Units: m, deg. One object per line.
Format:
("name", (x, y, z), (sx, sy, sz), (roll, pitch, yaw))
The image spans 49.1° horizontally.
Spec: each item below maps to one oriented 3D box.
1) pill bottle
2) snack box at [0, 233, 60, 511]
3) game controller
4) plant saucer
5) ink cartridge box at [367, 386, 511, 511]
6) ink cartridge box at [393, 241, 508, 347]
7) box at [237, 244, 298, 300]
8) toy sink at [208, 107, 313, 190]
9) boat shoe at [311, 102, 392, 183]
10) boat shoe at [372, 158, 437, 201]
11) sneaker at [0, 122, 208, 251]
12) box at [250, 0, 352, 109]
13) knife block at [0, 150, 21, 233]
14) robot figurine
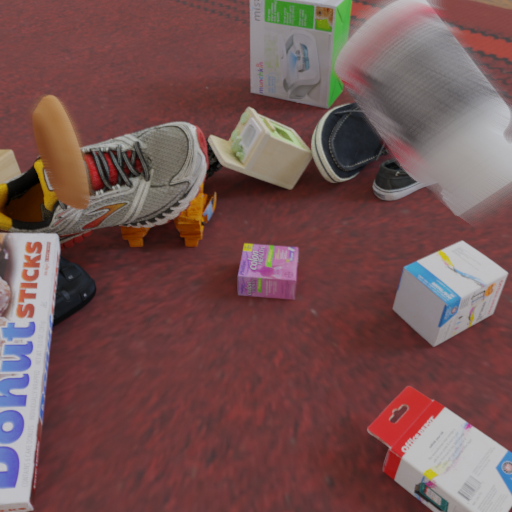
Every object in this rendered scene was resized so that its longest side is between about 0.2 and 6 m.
("pill bottle", (0.866, -0.706, 2.734), (0.542, 0.542, 0.979), (-29, 81, -29))
("snack box", (-2.921, 1.105, 6.194), (1.177, 0.398, 3.275), (1, 53, -14))
("game controller", (-3.554, 0.855, 7.087), (1.549, 0.625, 2.969), (18, 42, 41))
("plant saucer", (-1.724, -0.872, 4.876), (0.188, 1.003, 1.003), (-20, 45, -27))
("ink cartridge box", (1.883, 2.063, 5.643), (0.823, 0.476, 1.416), (-33, 51, -32))
("ink cartridge box", (2.491, 0.467, 7.235), (1.090, 0.802, 0.788), (-22, 46, -23))
("box", (0.177, 0.211, 7.850), (0.795, 0.384, 0.699), (4, 41, 5))
("toy sink", (0.076, -1.869, 9.448), (1.456, 0.816, 0.949), (15, 31, -33))
("boat shoe", (2.079, -2.326, 10.050), (1.008, 1.208, 3.238), (-16, 17, 48))
("boat shoe", (2.857, -1.594, 9.776), (2.055, 0.582, 0.705), (-29, 49, -29))
("sneaker", (-2.156, -0.897, 7.550), (3.288, 1.351, 1.280), (-22, 77, 14))
("box", (0.908, -4.498, 11.919), (1.905, 2.158, 1.044), (18, 45, 18))
("knife block", (-4.409, 0.063, 7.051), (3.636, 1.163, 3.191), (-24, 37, -25))
("robot figurine", (-1.416, -1.185, 9.202), (1.810, 0.727, 2.497), (1, 42, 1))
